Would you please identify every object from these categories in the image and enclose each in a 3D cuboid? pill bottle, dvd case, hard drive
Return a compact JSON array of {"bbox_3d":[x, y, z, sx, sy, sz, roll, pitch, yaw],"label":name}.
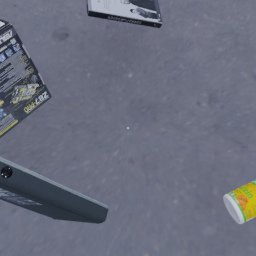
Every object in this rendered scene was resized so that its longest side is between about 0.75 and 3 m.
[{"bbox_3d":[2.620,1.435,5.750,1.140,0.633,0.633,-25,65,-3],"label":"pill bottle"},{"bbox_3d":[-0.122,-3.458,7.470,2.012,0.249,1.512,2,66,-20],"label":"dvd case"},{"bbox_3d":[-1.399,0.980,4.122,1.328,1.902,0.313,-13,52,41],"label":"hard drive"}]

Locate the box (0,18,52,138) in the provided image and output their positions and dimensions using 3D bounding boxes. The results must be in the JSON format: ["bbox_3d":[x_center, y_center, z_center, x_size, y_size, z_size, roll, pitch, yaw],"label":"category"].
[{"bbox_3d":[-2.683,-0.606,5.097,0.550,1.806,2.241,30,64,35],"label":"box"}]
